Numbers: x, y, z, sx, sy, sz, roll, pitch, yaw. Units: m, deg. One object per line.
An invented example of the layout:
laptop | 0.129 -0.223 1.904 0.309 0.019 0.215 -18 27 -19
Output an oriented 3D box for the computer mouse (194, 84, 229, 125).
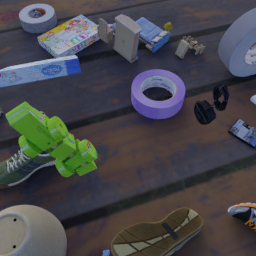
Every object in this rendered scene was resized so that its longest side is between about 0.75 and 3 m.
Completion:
computer mouse | 2.069 -0.565 6.800 0.373 2.194 0.643 -24 79 -6

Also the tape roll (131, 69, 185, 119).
tape roll | 1.171 -1.363 11.037 2.079 0.682 2.079 1 54 -1

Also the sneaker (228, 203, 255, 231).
sneaker | 3.869 2.730 8.011 1.989 0.778 0.768 15 62 11

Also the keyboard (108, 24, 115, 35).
keyboard | -0.132 -4.933 13.985 2.739 0.146 0.771 -3 54 -2

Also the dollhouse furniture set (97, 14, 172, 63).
dollhouse furniture set | 0.422 -4.749 12.648 2.516 1.739 2.666 42 65 16

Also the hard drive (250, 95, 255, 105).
hard drive | 5.853 -0.781 10.882 1.188 0.240 1.801 -25 58 -17

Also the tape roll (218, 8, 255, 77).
tape roll | 5.109 -3.370 11.175 2.791 2.791 0.922 -15 58 -10

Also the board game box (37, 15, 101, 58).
board game box | -2.687 -4.324 13.296 2.596 0.444 1.745 -38 62 -23

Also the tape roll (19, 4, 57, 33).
tape roll | -4.540 -5.559 14.171 1.763 0.582 1.763 0 55 0

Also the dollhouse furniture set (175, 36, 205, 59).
dollhouse furniture set | 2.773 -3.655 12.892 1.067 0.694 0.980 -19 54 -39

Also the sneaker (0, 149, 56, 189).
sneaker | -3.175 0.860 9.002 2.945 1.322 0.988 -21 57 -15

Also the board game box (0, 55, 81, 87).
board game box | -2.889 -1.977 9.446 2.424 0.528 2.436 -12 18 -9

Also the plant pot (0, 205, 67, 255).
plant pot | -2.904 2.999 7.293 2.343 1.573 2.343 0 54 0

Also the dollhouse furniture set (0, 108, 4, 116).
dollhouse furniture set | -5.419 -0.601 10.507 0.969 0.631 0.890 21 57 15

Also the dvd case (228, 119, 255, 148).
dvd case | 4.327 0.194 10.259 1.096 0.096 0.782 37 63 23

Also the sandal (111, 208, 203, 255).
sandal | 0.889 3.095 7.770 2.815 0.760 1.131 -14 41 -28

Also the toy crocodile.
toy crocodile | -1.656 0.362 6.759 0.981 2.905 0.897 -34 44 11

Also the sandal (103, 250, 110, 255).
sandal | -0.771 3.935 7.157 0.878 0.802 2.017 35 53 27
